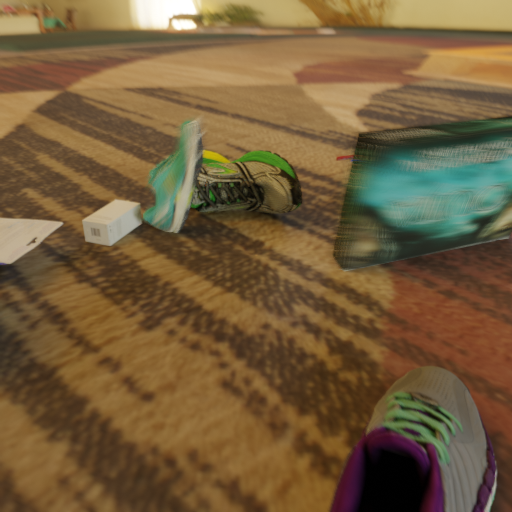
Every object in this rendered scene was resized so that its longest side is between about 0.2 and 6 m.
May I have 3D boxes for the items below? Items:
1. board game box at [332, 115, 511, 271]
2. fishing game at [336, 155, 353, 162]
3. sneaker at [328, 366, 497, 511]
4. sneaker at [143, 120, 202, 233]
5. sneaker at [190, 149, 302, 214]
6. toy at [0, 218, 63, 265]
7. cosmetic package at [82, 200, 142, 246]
[{"bbox_3d":[3.147,-1.071,9.426,3.588,2.427,0.505,-10,42,-18],"label":"board game box"},{"bbox_3d":[3.277,-1.586,12.571,2.237,0.486,3.123,-13,37,-23],"label":"fishing game"},{"bbox_3d":[1.450,1.801,4.866,1.331,1.566,3.578,12,30,21],"label":"sneaker"},{"bbox_3d":[-1.529,-1.443,10.286,0.880,2.210,0.857,18,25,-4],"label":"sneaker"},{"bbox_3d":[-0.593,-1.312,11.413,3.398,1.326,1.447,8,35,34],"label":"sneaker"},{"bbox_3d":[-4.811,-0.147,9.630,2.597,0.613,1.495,7,31,13],"label":"toy"},{"bbox_3d":[-2.739,-0.658,10.741,0.593,0.467,1.102,10,29,21],"label":"cosmetic package"}]
